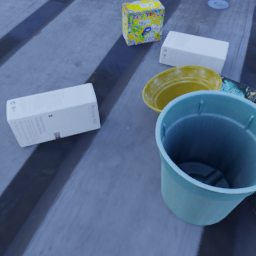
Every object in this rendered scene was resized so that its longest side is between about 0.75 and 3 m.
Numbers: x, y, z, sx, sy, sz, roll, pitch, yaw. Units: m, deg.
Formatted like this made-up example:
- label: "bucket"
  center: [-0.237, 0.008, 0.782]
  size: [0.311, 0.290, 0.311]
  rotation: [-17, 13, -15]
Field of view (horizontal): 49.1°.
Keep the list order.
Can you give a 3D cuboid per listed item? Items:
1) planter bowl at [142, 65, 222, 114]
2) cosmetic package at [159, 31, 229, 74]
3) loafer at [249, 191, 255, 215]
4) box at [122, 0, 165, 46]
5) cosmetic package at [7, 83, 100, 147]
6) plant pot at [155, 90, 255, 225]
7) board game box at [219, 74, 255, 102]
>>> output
- label: "planter bowl"
  center: [1.874, -0.989, 9.587]
  size: [2.613, 1.088, 2.613]
  rotation: [-11, 41, 10]
- label: "cosmetic package"
  center: [2.739, -3.119, 11.666]
  size: [2.558, 0.947, 1.300]
  rotation: [18, 53, 12]
- label: "loafer"
  center: [4.008, 2.511, 6.974]
  size: [0.819, 0.847, 2.412]
  rotation: [-20, 53, -16]
- label: "box"
  center: [0.649, -4.743, 12.582]
  size: [1.638, 1.578, 0.999]
  rotation: [-12, 51, -11]
- label: "cosmetic package"
  center: [-2.335, -0.419, 9.114]
  size: [2.701, 1.373, 1.000]
  rotation: [-14, 51, -10]
- label: "plant pot"
  center: [1.963, 0.988, 7.041]
  size: [2.757, 2.701, 2.757]
  rotation: [0, 50, 0]
- label: "board game box"
  center: [3.674, -1.282, 10.299]
  size: [1.820, 0.256, 1.231]
  rotation: [34, 67, 32]
